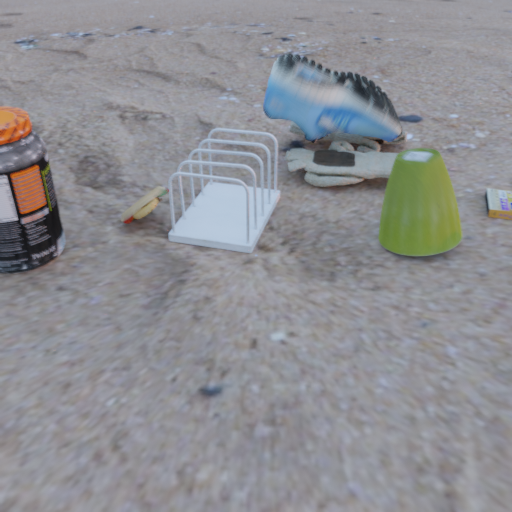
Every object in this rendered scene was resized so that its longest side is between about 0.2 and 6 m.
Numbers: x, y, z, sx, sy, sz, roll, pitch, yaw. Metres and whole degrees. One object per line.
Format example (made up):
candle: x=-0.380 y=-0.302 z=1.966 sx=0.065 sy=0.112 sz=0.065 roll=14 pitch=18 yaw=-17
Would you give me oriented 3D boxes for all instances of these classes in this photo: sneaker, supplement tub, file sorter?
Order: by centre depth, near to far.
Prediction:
supplement tub: x=-4.089 y=-1.068 z=9.168 sx=1.504 sy=2.456 sz=1.504 roll=1 pitch=32 yaw=0
file sorter: x=-0.550 y=-1.309 z=10.514 sx=1.564 sy=1.404 sz=2.254 roll=8 pitch=35 yaw=13
sneaker: x=1.697 y=-3.262 z=12.587 sx=3.418 sy=1.537 sz=1.340 roll=15 pitch=47 yaw=-19

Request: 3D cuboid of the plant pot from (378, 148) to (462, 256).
plant pot: x=2.813 y=-1.012 z=9.710 sx=1.444 sy=1.543 sz=1.444 roll=-8 pitch=28 yaw=5

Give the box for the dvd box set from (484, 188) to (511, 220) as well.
dvd box set: x=5.280 y=-0.985 z=11.106 sx=1.352 sy=0.199 sz=0.989 roll=8 pitch=34 yaw=13

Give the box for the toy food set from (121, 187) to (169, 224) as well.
toy food set: x=-2.091 y=-0.959 z=10.568 sx=1.065 sy=0.259 sz=1.054 roll=-25 pitch=18 yaw=43

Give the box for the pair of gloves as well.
pair of gloves: x=2.179 y=-2.470 z=13.008 sx=2.954 sy=0.609 sz=3.474 roll=3 pitch=35 yaw=4
